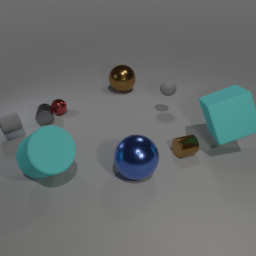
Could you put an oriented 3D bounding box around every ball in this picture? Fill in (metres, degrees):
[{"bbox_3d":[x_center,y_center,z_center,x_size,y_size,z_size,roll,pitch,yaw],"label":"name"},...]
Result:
[{"bbox_3d":[1.716,-1.699,11.918,0.700,0.700,0.700,0,31,0],"label":"ball"},{"bbox_3d":[0.262,0.899,8.674,1.400,1.400,1.400,0,31,0],"label":"ball"},{"bbox_3d":[-0.300,-2.553,14.438,1.400,1.400,1.400,0,31,0],"label":"ball"},{"bbox_3d":[-3.064,-0.943,12.423,0.700,0.700,0.700,0,31,0],"label":"ball"}]

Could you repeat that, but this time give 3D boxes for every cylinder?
[{"bbox_3d":[-4.438,-0.176,10.543,0.700,0.700,0.700,-24,38,-27],"label":"cylinder"},{"bbox_3d":[-2.477,0.745,8.394,1.400,1.400,1.400,-26,2,-36],"label":"cylinder"},{"bbox_3d":[2.005,0.625,9.806,0.700,0.700,0.700,-12,33,-19],"label":"cylinder"},{"bbox_3d":[-3.518,-0.579,11.811,0.700,0.700,0.700,-6,31,-9],"label":"cylinder"}]

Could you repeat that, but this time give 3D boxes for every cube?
[{"bbox_3d":[3.402,-0.482,9.512,1.400,1.400,1.400,-21,16,8],"label":"cube"}]
